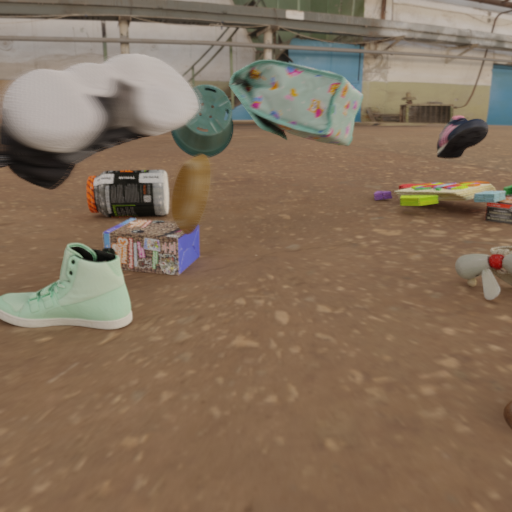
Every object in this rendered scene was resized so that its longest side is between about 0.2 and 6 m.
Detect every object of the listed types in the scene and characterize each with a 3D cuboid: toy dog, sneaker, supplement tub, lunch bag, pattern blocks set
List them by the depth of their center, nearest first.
[{"bbox_3d":[-2.707,0.351,7.718,1.975,1.165,0.727,1,19,7],"label":"sneaker"},{"bbox_3d":[4.087,0.380,8.602,1.242,0.907,1.883,-10,5,-21],"label":"toy dog"},{"bbox_3d":[-2.742,-2.216,9.372,2.067,1.371,3.632,-27,0,42],"label":"sneaker"},{"bbox_3d":[3.919,-2.436,10.808,0.627,0.733,1.787,5,-6,-3],"label":"sneaker"},{"bbox_3d":[0.885,-3.565,13.127,2.674,1.631,2.278,17,10,19],"label":"lunch bag"},{"bbox_3d":[-3.140,-1.535,13.829,1.888,1.157,1.157,-1,17,-4],"label":"supplement tub"},{"bbox_3d":[5.023,-1.735,14.991,3.838,0.311,3.374,4,16,41],"label":"pattern blocks set"}]

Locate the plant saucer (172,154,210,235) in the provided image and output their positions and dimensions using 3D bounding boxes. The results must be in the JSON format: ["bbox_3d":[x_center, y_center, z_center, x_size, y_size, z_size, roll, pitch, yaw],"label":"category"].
[{"bbox_3d":[-0.862,-0.794,7.076,0.183,1.035,1.035,10,12,-25],"label":"plant saucer"}]

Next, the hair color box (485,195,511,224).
[{"bbox_3d":[6.291,-1.195,13.843,0.815,0.492,1.605,12,22,32],"label":"hair color box"}]

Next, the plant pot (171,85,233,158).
[{"bbox_3d":[-1.227,-3.237,13.256,1.578,1.578,1.546,-3,0,-9],"label":"plant pot"}]

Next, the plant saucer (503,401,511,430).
[{"bbox_3d":[2.982,1.572,5.432,1.058,0.194,1.058,0,18,0],"label":"plant saucer"}]

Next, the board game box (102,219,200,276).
[{"bbox_3d":[-1.883,-0.190,10.254,1.420,0.688,1.132,5,18,12],"label":"board game box"}]
